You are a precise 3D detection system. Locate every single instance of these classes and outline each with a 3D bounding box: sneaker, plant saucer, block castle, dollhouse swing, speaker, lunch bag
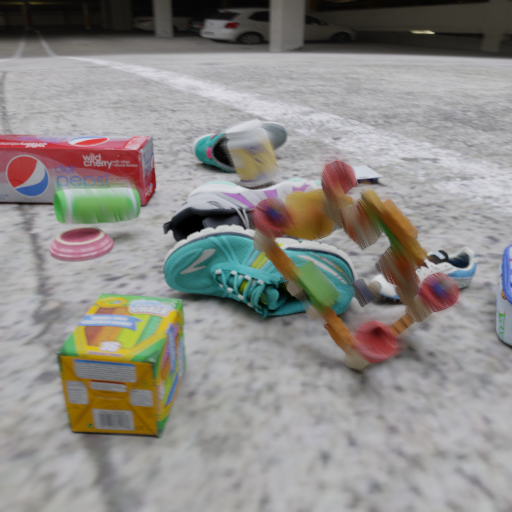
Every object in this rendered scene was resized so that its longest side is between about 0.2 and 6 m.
[{"bbox_3d":[0.021,0.290,8.134,2.888,1.119,1.150,3,33,6],"label":"sneaker"},{"bbox_3d":[-0.109,-0.476,9.744,3.165,1.230,2.214,0,25,23],"label":"sneaker"},{"bbox_3d":[-3.174,-0.253,10.167,1.118,0.283,1.118,1,24,0],"label":"plant saucer"},{"bbox_3d":[1.190,0.044,6.931,1.581,1.110,2.365,-31,72,-22],"label":"block castle"},{"bbox_3d":[2.565,0.252,8.632,1.855,0.672,0.667,-11,28,-19],"label":"sneaker"},{"bbox_3d":[-0.225,-2.959,14.929,2.737,1.144,1.652,-16,23,-14],"label":"sneaker"},{"bbox_3d":[1.009,-0.640,9.037,0.887,0.806,0.780,14,1,-36],"label":"dollhouse swing"},{"bbox_3d":[-2.891,-0.917,10.221,1.443,0.638,0.638,-6,24,-31],"label":"speaker"},{"bbox_3d":[4.564,0.664,7.412,2.567,0.970,2.057,8,28,19],"label":"lunch bag"}]

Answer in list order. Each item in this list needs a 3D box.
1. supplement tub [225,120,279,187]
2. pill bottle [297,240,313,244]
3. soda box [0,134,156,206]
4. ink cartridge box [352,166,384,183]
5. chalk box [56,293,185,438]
[{"bbox_3d":[-0.103,-2.445,13.364,0.998,1.373,0.998,-18,22,8],"label":"supplement tub"},{"bbox_3d":[0.670,-0.033,9.522,0.749,0.424,0.424,-19,31,-36],"label":"pill bottle"},{"bbox_3d":[-4.244,-1.946,12.554,3.814,1.335,1.209,1,25,3],"label":"soda box"},{"bbox_3d":[2.498,-1.989,14.000,1.046,0.213,1.048,-7,26,-14],"label":"ink cartridge box"},{"bbox_3d":[-1.399,1.087,6.377,1.029,1.022,1.649,3,25,4],"label":"chalk box"}]
